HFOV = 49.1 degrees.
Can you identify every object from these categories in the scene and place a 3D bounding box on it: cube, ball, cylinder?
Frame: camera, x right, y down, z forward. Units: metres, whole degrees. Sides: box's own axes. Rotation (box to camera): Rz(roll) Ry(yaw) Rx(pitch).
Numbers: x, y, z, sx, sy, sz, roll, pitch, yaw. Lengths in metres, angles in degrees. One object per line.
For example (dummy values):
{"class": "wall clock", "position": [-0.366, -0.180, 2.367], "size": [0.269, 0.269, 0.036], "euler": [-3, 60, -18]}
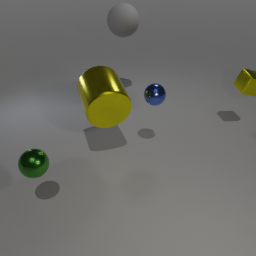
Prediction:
{"class": "cube", "position": [4.457, -1.666, 10.273], "size": [0.700, 0.700, 0.700], "euler": [8, 40, -20]}
{"class": "ball", "position": [-2.212, 0.831, 6.584], "size": [0.700, 0.700, 0.700], "euler": [0, 30, 0]}
{"class": "cylinder", "position": [-0.747, -0.960, 8.624], "size": [1.400, 1.400, 1.400], "euler": [-10, 46, -16]}
{"class": "ball", "position": [0.848, -1.054, 8.832], "size": [0.700, 0.700, 0.700], "euler": [0, 30, 0]}
{"class": "ball", "position": [-0.206, -4.676, 12.174], "size": [1.400, 1.400, 1.400], "euler": [0, 30, 0]}
